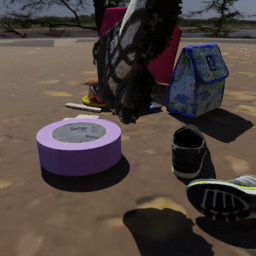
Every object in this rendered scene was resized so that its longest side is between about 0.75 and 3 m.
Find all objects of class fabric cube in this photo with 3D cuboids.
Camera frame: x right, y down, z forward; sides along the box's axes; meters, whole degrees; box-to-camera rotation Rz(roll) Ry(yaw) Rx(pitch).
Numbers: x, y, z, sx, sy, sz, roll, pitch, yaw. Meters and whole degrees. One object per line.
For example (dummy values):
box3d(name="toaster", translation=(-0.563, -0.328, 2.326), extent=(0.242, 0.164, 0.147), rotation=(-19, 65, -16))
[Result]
box3d(name="fabric cube", translation=(0.475, -3.601, 12.448), extent=(2.625, 2.633, 2.583), rotation=(15, 2, 35))

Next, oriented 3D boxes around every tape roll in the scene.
box3d(name="tape roll", translation=(-1.051, 0.346, 6.185), extent=(1.808, 0.593, 1.808), rotation=(1, 22, 0))

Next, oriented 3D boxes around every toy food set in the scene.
box3d(name="toy food set", translation=(-0.840, -1.406, 10.214), extent=(1.582, 0.878, 2.688), rotation=(14, 26, 32))

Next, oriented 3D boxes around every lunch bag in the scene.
box3d(name="lunch bag", translation=(2.262, -1.569, 8.937), extent=(1.353, 2.124, 1.806), rotation=(19, 27, 40))

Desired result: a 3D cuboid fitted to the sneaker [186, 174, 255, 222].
box3d(name="sneaker", translation=(1.769, 1.066, 4.473), extent=(1.742, 0.644, 0.705), rotation=(7, 15, -3))

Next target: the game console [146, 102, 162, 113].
box3d(name="game console", translation=(0.188, -1.077, 9.348), extent=(1.553, 0.919, 1.325), rotation=(-14, 25, -30))

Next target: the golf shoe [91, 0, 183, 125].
box3d(name="golf shoe", translation=(-0.037, -1.308, 4.309), extent=(1.250, 2.645, 1.028), rotation=(33, 39, 20))

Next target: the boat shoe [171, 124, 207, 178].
box3d(name="boat shoe", translation=(1.378, 0.308, 6.228), extent=(0.774, 0.663, 2.116), rotation=(5, 21, 15))

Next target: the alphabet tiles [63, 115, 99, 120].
box3d(name="alphabet tiles", translation=(-1.337, -0.123, 8.036), extent=(1.332, 0.099, 1.362), rotation=(5, 22, 11))
